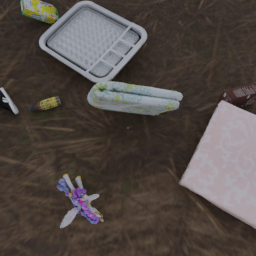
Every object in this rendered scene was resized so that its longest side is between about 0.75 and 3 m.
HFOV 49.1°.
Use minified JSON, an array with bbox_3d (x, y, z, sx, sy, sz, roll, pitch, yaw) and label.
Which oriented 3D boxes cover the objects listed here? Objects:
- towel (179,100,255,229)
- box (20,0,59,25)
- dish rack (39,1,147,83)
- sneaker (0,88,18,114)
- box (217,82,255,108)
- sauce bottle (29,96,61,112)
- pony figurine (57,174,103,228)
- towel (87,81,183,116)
[{"bbox_3d":[2.887,0.889,6.883,2.485,0.419,2.602,28,73,13],"label":"towel"},{"bbox_3d":[-2.880,-3.873,9.239,1.214,0.294,0.713,5,58,-38],"label":"box"},{"bbox_3d":[-1.052,-2.593,8.637,2.756,0.600,2.366,34,72,16],"label":"dish rack"},{"bbox_3d":[-3.538,-0.626,7.878,0.586,0.382,1.047,-35,61,-11],"label":"sneaker"},{"bbox_3d":[3.080,-0.858,7.731,1.070,0.536,0.401,-13,60,-14],"label":"box"},{"bbox_3d":[-2.348,-0.650,7.915,0.872,0.282,0.282,-20,66,-6],"label":"sauce bottle"},{"bbox_3d":[-1.084,1.615,6.262,1.026,1.189,1.232,-42,67,4],"label":"pony figurine"},{"bbox_3d":[0.084,-0.720,6.935,2.087,1.787,0.503,6,85,-12],"label":"towel"}]
